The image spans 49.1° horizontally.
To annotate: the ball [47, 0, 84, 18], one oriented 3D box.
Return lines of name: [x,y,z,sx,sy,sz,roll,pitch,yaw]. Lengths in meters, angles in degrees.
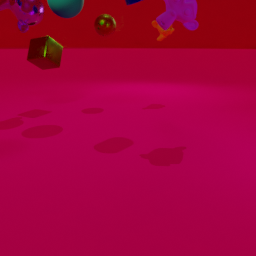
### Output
ball: [-1.857,-3.838,8.332,1.074,1.074,1.074,0,17,0]

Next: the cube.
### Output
cube: [-2.932,-2.641,9.927,0.828,0.828,0.828,-1,-14,25]

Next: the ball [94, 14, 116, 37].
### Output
ball: [-0.858,-3.821,10.460,0.818,0.818,0.818,0,17,0]

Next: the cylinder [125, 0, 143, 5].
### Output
cylinder: [0.183,-3.725,7.367,0.732,0.732,0.732,-17,27,9]

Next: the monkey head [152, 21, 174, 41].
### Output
monkey head: [1.374,-3.958,11.144,1.199,0.723,0.863,-23,-11,-44]

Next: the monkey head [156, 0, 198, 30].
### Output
monkey head: [1.126,-2.800,6.671,1.011,1.405,0.847,-40,14,16]

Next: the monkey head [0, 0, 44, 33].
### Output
monkey head: [-3.381,-3.752,8.916,1.318,1.104,1.832,-13,45,18]
